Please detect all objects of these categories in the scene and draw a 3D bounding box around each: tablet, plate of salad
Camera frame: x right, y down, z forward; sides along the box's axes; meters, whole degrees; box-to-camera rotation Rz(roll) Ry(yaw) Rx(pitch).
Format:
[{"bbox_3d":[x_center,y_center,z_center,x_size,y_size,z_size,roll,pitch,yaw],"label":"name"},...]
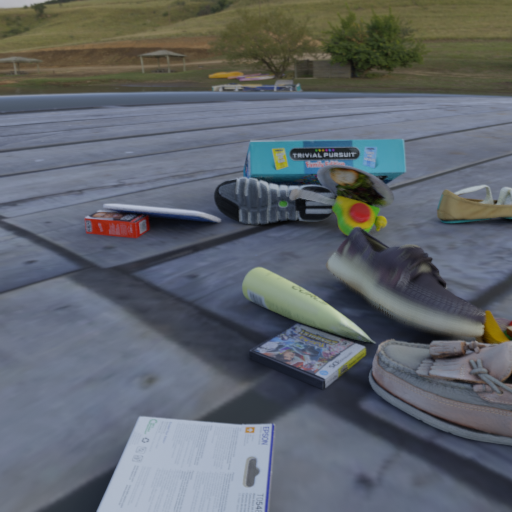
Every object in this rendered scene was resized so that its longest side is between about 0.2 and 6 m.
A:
[{"bbox_3d":[-1.865,-0.862,11.289,2.057,0.140,1.339,5,-1,14],"label":"tablet"},{"bbox_3d":[1.872,-1.259,10.773,1.552,0.373,1.552,22,-15,6],"label":"plate of salad"}]

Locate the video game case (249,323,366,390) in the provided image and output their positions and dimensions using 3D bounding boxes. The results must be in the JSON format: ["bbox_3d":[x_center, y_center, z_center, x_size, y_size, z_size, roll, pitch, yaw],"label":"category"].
[{"bbox_3d":[0.609,1.138,6.570,1.042,0.133,0.941,16,26,36],"label":"video game case"}]

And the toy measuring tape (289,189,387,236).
[{"bbox_3d":[1.552,-0.769,10.678,1.921,0.707,0.707,13,20,-2],"label":"toy measuring tape"}]

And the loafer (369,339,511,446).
[{"bbox_3d":[2.594,1.200,5.149,3.176,0.998,1.142,14,25,34],"label":"loafer"}]

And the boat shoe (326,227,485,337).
[{"bbox_3d":[1.965,0.257,7.581,0.979,0.882,2.722,15,9,-30],"label":"boat shoe"}]

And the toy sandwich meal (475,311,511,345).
[{"bbox_3d":[3.226,0.967,6.581,1.292,0.443,1.292,0,20,0],"label":"toy sandwich meal"}]

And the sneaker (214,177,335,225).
[{"bbox_3d":[0.463,-1.150,11.915,2.527,0.948,1.459,7,10,12],"label":"sneaker"}]

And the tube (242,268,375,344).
[{"bbox_3d":[0.622,0.660,7.331,0.574,0.513,1.978,-20,28,-34],"label":"tube"}]

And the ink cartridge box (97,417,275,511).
[{"bbox_3d":[-0.505,1.817,4.555,1.277,0.259,1.274,2,20,5],"label":"ink cartridge box"}]

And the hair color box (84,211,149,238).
[{"bbox_3d":[-2.732,-0.628,11.019,1.117,0.342,0.567,5,22,15],"label":"hair color box"}]

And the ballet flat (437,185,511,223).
[{"bbox_3d":[4.956,-1.081,11.594,2.387,0.752,0.819,-2,13,-7],"label":"ballet flat"}]

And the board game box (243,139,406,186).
[{"bbox_3d":[1.380,-1.938,12.615,3.221,0.756,2.432,-2,-4,-5],"label":"board game box"}]
